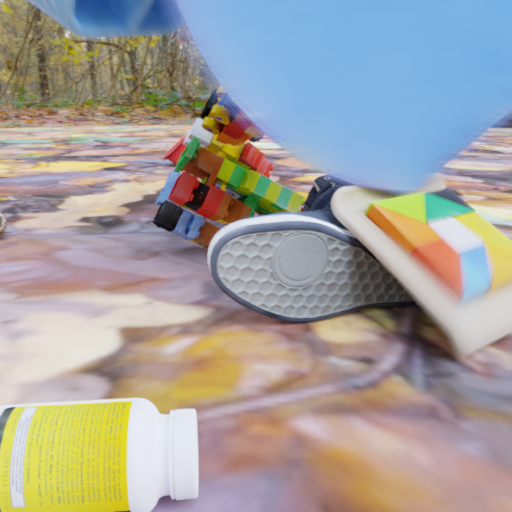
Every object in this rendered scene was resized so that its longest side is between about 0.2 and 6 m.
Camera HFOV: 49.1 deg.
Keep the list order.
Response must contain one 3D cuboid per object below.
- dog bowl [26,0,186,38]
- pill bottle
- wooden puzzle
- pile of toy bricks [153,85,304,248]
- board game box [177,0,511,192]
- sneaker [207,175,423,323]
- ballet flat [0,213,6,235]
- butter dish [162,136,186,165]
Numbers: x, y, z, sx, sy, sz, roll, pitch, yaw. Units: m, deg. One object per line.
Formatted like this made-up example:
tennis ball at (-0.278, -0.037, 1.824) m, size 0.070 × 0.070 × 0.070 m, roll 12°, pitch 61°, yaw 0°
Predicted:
dog bowl at (-1.350, -3.260, 6.329) m, size 0.731 × 1.645 × 2.951 m, roll 48°, pitch 34°, yaw 3°
pill bottle at (-1.022, 1.289, 3.555) m, size 1.289 × 0.725 × 0.725 m, roll -2°, pitch 16°, yaw -5°
wooden puzzle at (2.241, -0.132, 6.404) m, size 2.093 × 0.421 × 2.263 m, roll -13°, pitch 54°, yaw -36°
pile of toy bricks at (-0.207, -1.308, 10.419) m, size 2.543 × 2.858 × 5.151 m, roll 25°, pitch -6°, yaw -13°
board game box at (1.757, -3.723, 6.605) m, size 5.939 × 4.692 × 1.156 m, roll -39°, pitch 20°, yaw -7°
sneaker at (0.703, -0.258, 7.451) m, size 3.388 × 1.288 × 2.448 m, roll 3°, pitch 24°, yaw -25°
ballet flat at (-5.556, -0.495, 10.125) m, size 2.056 × 0.725 × 0.671 m, roll 1°, pitch -10°, yaw -6°
butter dish at (-2.565, -3.703, 20.417) m, size 1.343 × 0.996 × 1.347 m, roll -39°, pitch 9°, yaw 15°
